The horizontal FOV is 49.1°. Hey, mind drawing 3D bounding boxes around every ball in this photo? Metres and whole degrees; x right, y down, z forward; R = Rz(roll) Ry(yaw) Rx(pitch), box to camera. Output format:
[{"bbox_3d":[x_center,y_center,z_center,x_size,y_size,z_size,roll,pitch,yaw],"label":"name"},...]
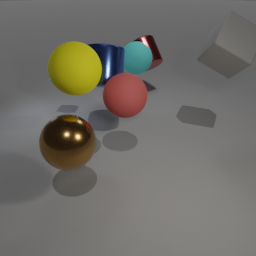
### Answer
[{"bbox_3d":[-1.494,0.357,7.006,1.400,1.400,1.400,0,28,0],"label":"ball"},{"bbox_3d":[0.365,-3.072,12.301,1.400,1.400,1.400,0,28,0],"label":"ball"},{"bbox_3d":[-0.092,-1.017,8.803,1.400,1.400,1.400,0,28,0],"label":"ball"},{"bbox_3d":[-1.401,-1.562,7.424,1.400,1.400,1.400,0,28,0],"label":"ball"}]

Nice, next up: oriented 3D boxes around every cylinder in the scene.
[{"bbox_3d":[-0.847,-2.174,10.010,1.400,1.400,1.400,4,6,0],"label":"cylinder"},{"bbox_3d":[0.919,-3.840,14.554,1.400,1.400,1.400,-21,-6,-2],"label":"cylinder"}]

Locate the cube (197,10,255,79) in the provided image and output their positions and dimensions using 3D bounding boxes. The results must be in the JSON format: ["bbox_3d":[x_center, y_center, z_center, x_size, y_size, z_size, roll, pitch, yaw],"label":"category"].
[{"bbox_3d":[3.513,-2.824,9.677,1.400,1.400,1.400,28,-14,-5],"label":"cube"}]

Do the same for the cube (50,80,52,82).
[{"bbox_3d":[-2.755,-2.182,11.848,0.700,0.700,0.700,-34,30,35],"label":"cube"}]
